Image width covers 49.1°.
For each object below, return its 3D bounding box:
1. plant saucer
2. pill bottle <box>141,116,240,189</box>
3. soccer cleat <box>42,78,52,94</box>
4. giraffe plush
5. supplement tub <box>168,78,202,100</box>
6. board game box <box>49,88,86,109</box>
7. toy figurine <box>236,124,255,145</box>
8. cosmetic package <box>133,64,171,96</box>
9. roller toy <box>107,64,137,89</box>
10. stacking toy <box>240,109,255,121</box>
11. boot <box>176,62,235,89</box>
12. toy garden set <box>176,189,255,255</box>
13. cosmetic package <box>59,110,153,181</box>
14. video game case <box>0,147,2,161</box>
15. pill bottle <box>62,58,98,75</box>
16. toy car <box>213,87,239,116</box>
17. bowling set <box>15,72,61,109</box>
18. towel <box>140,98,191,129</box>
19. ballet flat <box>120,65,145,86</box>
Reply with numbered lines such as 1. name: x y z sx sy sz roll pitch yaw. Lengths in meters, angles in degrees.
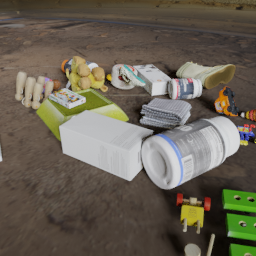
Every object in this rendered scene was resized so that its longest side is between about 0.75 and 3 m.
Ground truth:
1. plant saucer: -1.943 -0.799 11.481 2.974 0.712 2.970 -18 34 -28
2. pill bottle: 1.873 0.601 8.151 2.684 1.527 1.527 -18 34 -29
3. soccer cleat: -4.166 -2.138 14.093 0.600 0.523 1.569 7 28 -13
4. giraffe plush: -1.872 -2.381 13.683 1.776 1.890 2.190 -7 -7 -33
5. supplement tub: 2.637 -1.829 13.044 1.359 0.954 0.954 -4 30 -7
6. board game box: -2.476 -1.216 11.374 1.325 0.229 0.836 26 39 33
7. toy figurine: 4.223 0.091 9.920 1.461 0.771 0.875 7 25 10
8. cosmetic package: 1.244 -2.572 14.594 1.181 0.725 2.862 -10 31 -16
9. roller toy: -0.235 -2.578 14.326 1.411 0.986 1.287 -18 42 -38
10. stacking toy: 4.955 -0.513 11.335 0.788 0.575 0.575 0 23 42
11. boot: 4.234 -3.018 15.128 2.821 1.017 2.182 -24 36 -34
12. toy garden set: 2.152 2.483 5.880 2.357 0.564 2.827 5 32 11
13. cosmetic package: -0.693 0.436 8.855 2.656 1.127 1.429 17 35 29
14. video game case: -5.459 0.845 9.073 2.451 0.214 1.753 -13 32 -22
15. pill bottle: -2.665 -3.178 15.274 2.095 1.113 1.113 21 35 32
16. toy car: 3.532 -0.769 11.027 0.880 1.297 2.644 -18 6 40
17. bowling set: -3.858 -1.542 12.567 1.753 1.352 2.519 1 22 -39
18. towel: 1.497 -0.654 11.171 1.762 0.754 1.459 13 31 22
19. ballet flat: 0.183 -2.305 13.023 0.618 0.618 1.723 -17 48 -28
